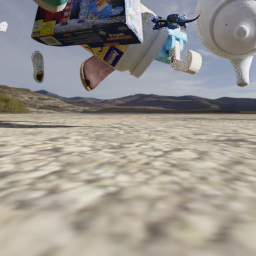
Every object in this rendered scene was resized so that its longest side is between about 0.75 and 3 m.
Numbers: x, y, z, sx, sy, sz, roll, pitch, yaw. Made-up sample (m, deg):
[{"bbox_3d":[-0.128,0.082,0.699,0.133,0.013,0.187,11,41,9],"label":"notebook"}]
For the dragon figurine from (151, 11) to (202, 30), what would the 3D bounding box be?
[{"bbox_3d":[1.172,-2.629,6.947,1.221,0.359,0.607,7,20,37],"label":"dragon figurine"}]

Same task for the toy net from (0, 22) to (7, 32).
[{"bbox_3d":[-4.951,-3.397,10.049,0.263,1.364,0.716,46,4,20],"label":"toy net"}]

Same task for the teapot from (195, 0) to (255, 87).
[{"bbox_3d":[2.977,-2.933,7.489,2.613,2.579,1.908,33,40,-7],"label":"teapot"}]

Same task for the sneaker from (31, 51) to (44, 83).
[{"bbox_3d":[-3.311,-2.262,10.435,0.458,1.197,0.483,-13,35,-29],"label":"sneaker"}]

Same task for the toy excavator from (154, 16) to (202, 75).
[{"bbox_3d":[1.810,-3.176,11.576,1.412,2.827,2.749,8,-18,-32],"label":"toy excavator"}]

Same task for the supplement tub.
[{"bbox_3d":[-0.412,-3.148,8.888,2.951,2.146,2.146,33,-2,-10],"label":"supplement tub"}]

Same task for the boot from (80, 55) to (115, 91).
[{"bbox_3d":[-0.603,-2.731,11.279,2.346,1.020,2.820,-14,39,24],"label":"boot"}]

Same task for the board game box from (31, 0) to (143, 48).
[{"bbox_3d":[-0.812,-3.356,6.742,2.743,2.742,0.846,4,-12,29],"label":"board game box"}]

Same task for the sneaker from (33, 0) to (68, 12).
[{"bbox_3d":[-1.777,-2.702,4.417,1.955,0.698,0.781,28,-19,-18],"label":"sneaker"}]
